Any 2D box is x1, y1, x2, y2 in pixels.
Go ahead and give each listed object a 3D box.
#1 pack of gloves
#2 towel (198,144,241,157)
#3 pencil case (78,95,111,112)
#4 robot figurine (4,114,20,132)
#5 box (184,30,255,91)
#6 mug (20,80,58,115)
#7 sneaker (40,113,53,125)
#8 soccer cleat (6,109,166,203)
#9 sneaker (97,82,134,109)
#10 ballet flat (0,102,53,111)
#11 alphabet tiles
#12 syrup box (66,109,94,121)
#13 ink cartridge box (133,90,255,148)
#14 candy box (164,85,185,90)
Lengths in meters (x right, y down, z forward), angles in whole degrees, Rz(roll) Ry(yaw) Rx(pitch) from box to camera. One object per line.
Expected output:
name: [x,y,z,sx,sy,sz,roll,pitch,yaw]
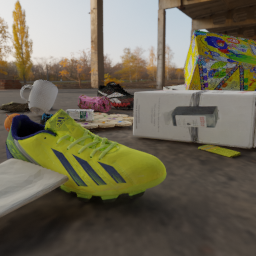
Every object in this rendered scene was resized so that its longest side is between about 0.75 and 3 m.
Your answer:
pack of gloves: [-2.407,0.915,2.781,2.366,0.556,2.817,14,19,22]
towel: [1.899,0.487,5.878,0.359,0.075,0.833,-11,15,-32]
pencil case: [-1.632,-1.194,13.513,1.895,0.785,0.820,10,28,43]
robot figurine: [-2.612,-0.022,6.719,0.496,0.612,0.851,-4,-30,13]
box: [3.231,-1.997,9.422,2.352,1.490,2.442,11,38,1]
mug: [-3.843,-1.314,11.917,1.443,1.265,1.065,25,-32,-26]
sneaker: [-2.144,-0.125,7.763,0.557,0.623,1.521,-3,10,-17]
soccer cleat: [-0.740,0.298,3.898,2.609,1.091,0.843,5,11,28]
sneaker: [-0.550,-1.719,14.730,2.912,1.423,1.029,9,11,36]
ballet flat: [-4.974,-1.187,13.891,2.700,0.626,0.910,-9,13,-42]
alphabet tiles: [-1.194,-0.244,9.662,2.873,0.210,2.810,-5,12,-26]
syrup box: [-1.541,-0.414,9.014,0.858,0.338,0.349,1,9,1]
ink cartridge box: [1.886,-0.366,7.325,2.930,1.242,2.134,7,12,29]
candy box: [3.100,-1.112,11.083,2.340,0.998,2.789,-10,19,-22]
